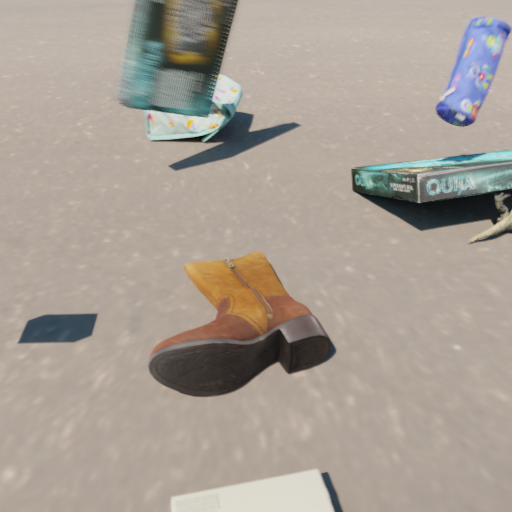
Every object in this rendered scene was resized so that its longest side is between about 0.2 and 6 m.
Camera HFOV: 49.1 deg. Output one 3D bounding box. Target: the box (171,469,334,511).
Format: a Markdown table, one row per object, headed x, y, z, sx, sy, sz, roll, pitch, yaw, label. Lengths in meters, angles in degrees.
| x | y | z | sx | sy | sz | roll | pitch | yaw | label |
| --- | --- | --- | --- | --- | --- | --- | --- | --- | --- |
| -0.035 | 2.468 | 5.186 | 1.443 | 0.493 | 0.593 | -6 | 32 | -10 | box |

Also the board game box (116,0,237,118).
| x | y | z | sx | sy | sz | roll | pitch | yaw | label |
| --- | --- | --- | --- | --- | --- | --- | --- | --- | --- |
| -1.449 | -4.228 | 10.738 | 2.009 | 2.970 | 0.418 | -5 | 32 | -43 | board game box |

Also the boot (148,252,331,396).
| x | y | z | sx | sy | sz | roll | pitch | yaw | label |
| --- | --- | --- | --- | --- | --- | --- | --- | --- | --- |
| -0.537 | 0.659 | 7.723 | 2.388 | 0.869 | 2.537 | -13 | 34 | -19 | boot |

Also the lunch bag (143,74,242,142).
| x | y | z | sx | sy | sz | roll | pitch | yaw | label |
| --- | --- | --- | --- | --- | --- | --- | --- | --- | --- |
| -1.528 | -3.827 | 14.343 | 2.291 | 1.397 | 1.951 | -1 | 31 | 9 | lunch bag |

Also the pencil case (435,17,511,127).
| x | y | z | sx | sy | sz | roll | pitch | yaw | label |
| --- | --- | --- | --- | --- | --- | --- | --- | --- | --- |
| 3.666 | -3.148 | 9.575 | 0.798 | 1.838 | 0.717 | 19 | 3 | -30 | pencil case |

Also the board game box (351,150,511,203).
| x | y | z | sx | sy | sz | roll | pitch | yaw | label |
| --- | --- | --- | --- | --- | --- | --- | --- | --- | --- |
| 4.134 | -1.630 | 10.877 | 3.815 | 0.537 | 2.581 | -9 | 13 | -15 | board game box |

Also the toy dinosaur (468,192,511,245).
| x | y | z | sx | sy | sz | roll | pitch | yaw | label |
| --- | --- | --- | --- | --- | --- | --- | --- | --- | --- |
| 4.561 | -0.762 | 9.997 | 1.865 | 0.822 | 0.443 | -15 | 28 | -24 | toy dinosaur |
